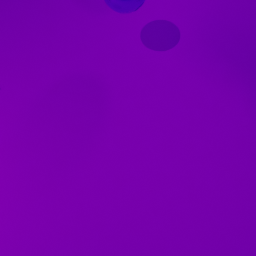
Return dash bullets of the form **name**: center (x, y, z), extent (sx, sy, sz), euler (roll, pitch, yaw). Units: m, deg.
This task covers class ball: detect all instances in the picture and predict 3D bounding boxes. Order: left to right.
- **ball**: center (-0.071, -3.082, 6.160), extent (1.056, 1.056, 1.056), euler (0, 74, 0)
